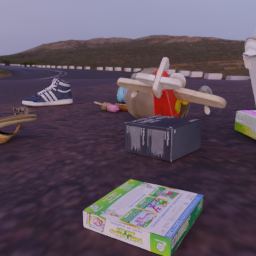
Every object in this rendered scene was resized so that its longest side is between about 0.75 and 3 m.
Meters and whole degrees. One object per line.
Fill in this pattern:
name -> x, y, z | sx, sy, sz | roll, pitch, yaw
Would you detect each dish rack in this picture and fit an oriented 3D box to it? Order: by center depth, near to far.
dish rack -> 2.776, -0.408, 4.800 | 0.555, 2.549, 2.188 | -24, 28, 0

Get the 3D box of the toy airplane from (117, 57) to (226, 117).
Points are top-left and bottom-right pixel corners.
toy airplane -> 0.997, -0.908, 6.970 | 2.133, 2.143, 1.512 | -29, 26, 55

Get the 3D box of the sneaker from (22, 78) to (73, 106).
sneaker -> -3.953, -1.773, 13.774 | 2.450, 1.329, 0.859 | -7, 14, -30

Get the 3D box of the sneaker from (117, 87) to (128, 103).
sneaker -> 0.451, -1.838, 15.412 | 1.262, 1.048, 2.642 | 14, 26, 23

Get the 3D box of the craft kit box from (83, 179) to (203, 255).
craft kit box -> 0.222, 1.006, 3.416 | 1.096, 0.269, 1.110 | 10, 15, 30

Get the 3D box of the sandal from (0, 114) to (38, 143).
sandal -> -3.300, 0.147, 6.832 | 2.231, 0.603, 0.896 | -23, 16, -26

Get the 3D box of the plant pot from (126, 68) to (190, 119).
plant pot -> 1.113, -0.889, 9.259 | 1.828, 1.828, 1.587 | -10, 31, -39

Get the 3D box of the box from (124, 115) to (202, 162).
box -> 0.794, 0.167, 6.221 | 1.213, 0.693, 1.332 | 8, 15, 40

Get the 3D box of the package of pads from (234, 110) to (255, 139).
package of pads -> 3.934, -0.056, 7.320 | 1.528, 0.675, 1.978 | -1, 12, -3

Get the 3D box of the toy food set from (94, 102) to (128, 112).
toy food set -> -0.463, -0.869, 12.167 | 1.900, 0.299, 1.208 | 3, 9, -25

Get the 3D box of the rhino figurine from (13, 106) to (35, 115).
rhino figurine -> -3.843, -0.586, 10.556 | 0.548, 0.375, 1.253 | -11, 18, -41
